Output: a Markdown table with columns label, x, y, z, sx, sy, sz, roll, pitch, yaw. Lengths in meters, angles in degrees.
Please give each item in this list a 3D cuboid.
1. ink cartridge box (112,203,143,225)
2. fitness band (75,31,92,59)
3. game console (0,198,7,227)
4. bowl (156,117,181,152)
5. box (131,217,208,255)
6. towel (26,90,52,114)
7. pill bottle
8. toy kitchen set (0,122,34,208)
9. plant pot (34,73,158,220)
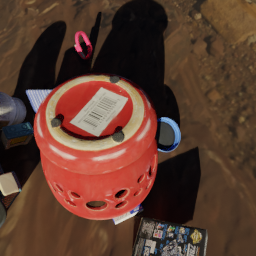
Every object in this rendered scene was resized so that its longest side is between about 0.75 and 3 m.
| label | x | y | z | sx | sy | sz | roll | pitch | yaw |
| --- | --- | --- | --- | --- | --- | --- | --- | --- | --- |
| ink cartridge box | -0.043 | 2.091 | 7.126 | 0.798 | 0.176 | 0.375 | -22 | 56 | -16 |
| fitness band | -1.712 | -3.157 | 10.723 | 0.204 | 1.092 | 0.784 | -1 | 52 | 24 |
| game console | -4.379 | 1.890 | 6.285 | 2.290 | 1.587 | 2.683 | -19 | 51 | -41 |
| bowl | 1.069 | 0.204 | 8.293 | 1.027 | 0.202 | 1.027 | 4 | 79 | -22 |
| box | 0.842 | 2.784 | 5.973 | 1.504 | 0.376 | 1.515 | 4 | 50 | 21 |
| towel | -2.451 | -0.720 | 8.259 | 1.270 | 0.920 | 0.151 | 6 | 34 | 37 |
| pill bottle | -3.892 | -0.495 | 7.972 | 1.141 | 1.996 | 1.141 | 0 | 92 | 16 |
| toy kitchen set | -2.987 | 0.825 | 7.432 | 1.647 | 1.211 | 2.056 | -15 | 69 | -44 |
| plant pot | -0.707 | 0.338 | 6.616 | 2.881 | 2.624 | 2.881 | -1 | 52 | 1 |
